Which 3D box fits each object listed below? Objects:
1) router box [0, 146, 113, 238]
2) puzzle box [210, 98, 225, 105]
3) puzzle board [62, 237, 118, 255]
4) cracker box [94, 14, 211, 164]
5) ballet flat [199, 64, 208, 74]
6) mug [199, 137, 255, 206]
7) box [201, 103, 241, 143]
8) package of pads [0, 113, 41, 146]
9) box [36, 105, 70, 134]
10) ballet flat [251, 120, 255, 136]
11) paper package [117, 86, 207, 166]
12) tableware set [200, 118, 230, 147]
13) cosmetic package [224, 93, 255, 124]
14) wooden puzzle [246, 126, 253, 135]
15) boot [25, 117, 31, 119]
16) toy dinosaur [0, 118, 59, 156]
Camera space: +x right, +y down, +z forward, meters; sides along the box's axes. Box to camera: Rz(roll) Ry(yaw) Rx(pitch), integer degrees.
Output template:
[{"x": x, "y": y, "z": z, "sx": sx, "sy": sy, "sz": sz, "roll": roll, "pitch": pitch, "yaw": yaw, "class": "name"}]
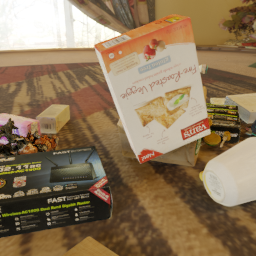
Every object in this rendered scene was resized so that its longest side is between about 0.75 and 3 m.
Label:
[{"x": -1.897, "y": 1.341, "z": 6.512, "sx": 2.768, "sy": 0.860, "sz": 2.074, "roll": -6, "pitch": 22, "yaw": -14, "class": "router box"}, {"x": 5.215, "y": -1.236, "z": 14.160, "sx": 1.868, "sy": 0.238, "sz": 1.243, "roll": 2, "pitch": 21, "yaw": 6, "class": "puzzle box"}, {"x": -0.398, "y": 2.660, "z": 4.001, "sx": 2.439, "sy": 0.212, "sz": 1.838, "roll": 17, "pitch": 26, "yaw": 36, "class": "puzzle board"}, {"x": 0.668, "y": -0.813, "z": 6.479, "sx": 1.958, "sy": 2.924, "sz": 0.843, "roll": -23, "pitch": 31, "yaw": -5, "class": "cracker box"}, {"x": 3.165, "y": -2.502, "z": 11.946, "sx": 0.410, "sy": 0.415, "sz": 1.218, "roll": 10, "pitch": 6, "yaw": 13, "class": "ballet flat"}, {"x": 2.574, "y": 1.214, "z": 6.702, "sx": 1.477, "sy": 1.799, "sz": 1.441, "roll": -17, "pitch": 58, "yaw": -19, "class": "mug"}, {"x": 2.923, "y": -0.358, "z": 11.267, "sx": 2.910, "sy": 0.691, "sz": 2.810, "roll": 6, "pitch": 20, "yaw": 16, "class": "box"}, {"x": -3.709, "y": 0.121, "z": 9.496, "sx": 1.692, "sy": 1.019, "sz": 0.640, "roll": 11, "pitch": 23, "yaw": 26, "class": "package of pads"}, {"x": -2.993, "y": -0.403, "z": 11.368, "sx": 0.811, "sy": 0.664, "sz": 1.707, "roll": 3, "pitch": 21, "yaw": 7, "class": "box"}, {"x": 5.592, "y": -0.366, "z": 10.670, "sx": 2.605, "sy": 0.951, "sz": 0.951, "roll": -15, "pitch": 26, "yaw": -38, "class": "ballet flat"}, {"x": 1.165, "y": -0.274, "z": 9.025, "sx": 2.471, "sy": 1.341, "sz": 2.593, "roll": 6, "pitch": 41, "yaw": 16, "class": "paper package"}, {"x": 2.614, "y": 0.093, "z": 9.624, "sx": 1.761, "sy": 0.270, "sz": 1.186, "roll": 21, "pitch": 50, "yaw": 29, "class": "tableware set"}, {"x": 5.849, "y": -0.950, "z": 12.597, "sx": 2.347, "sy": 0.606, "sz": 1.769, "roll": -6, "pitch": 29, "yaw": -15, "class": "cosmetic package"}, {"x": 5.289, "y": 0.141, "z": 10.708, "sx": 1.770, "sy": 0.124, "sz": 1.050, "roll": -3, "pitch": 21, "yaw": -9, "class": "wooden puzzle"}, {"x": -4.186, "y": -0.156, "z": 11.222, "sx": 0.927, "sy": 0.339, "sz": 0.698, "roll": 22, "pitch": 29, "yaw": 32, "class": "boot"}, {"x": -3.064, "y": 0.601, "z": 8.219, "sx": 1.624, "sy": 1.222, "sz": 2.393, "roll": 27, "pitch": 9, "yaw": 12, "class": "toy dinosaur"}]
